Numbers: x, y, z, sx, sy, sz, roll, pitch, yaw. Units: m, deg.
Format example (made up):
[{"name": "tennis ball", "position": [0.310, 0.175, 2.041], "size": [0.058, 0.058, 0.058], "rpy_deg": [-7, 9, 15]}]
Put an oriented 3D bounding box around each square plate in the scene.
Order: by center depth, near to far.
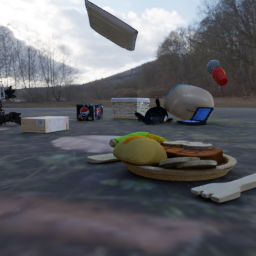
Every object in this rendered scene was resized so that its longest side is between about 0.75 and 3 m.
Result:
[{"name": "square plate", "position": [-0.634, -3.532, 10.031], "size": [2.066, 0.297, 2.086], "rpy_deg": [30, -4, -1]}]

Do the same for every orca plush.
[{"name": "orca plush", "position": [0.925, -0.687, 10.766], "size": [1.362, 0.920, 2.589], "rpy_deg": [3, 6, 30]}]

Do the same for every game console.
[{"name": "game console", "position": [2.319, -0.436, 9.771], "size": [0.914, 0.605, 1.039], "rpy_deg": [-1, 5, -17]}]

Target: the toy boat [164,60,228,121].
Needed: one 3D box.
[{"name": "toy boat", "position": [2.664, -1.352, 10.584], "size": [2.119, 2.520, 1.171], "rpy_deg": [20, 38, -29]}]

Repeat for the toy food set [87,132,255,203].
[{"name": "toy food set", "position": [0.511, 0.262, 3.081], "size": [1.338, 0.389, 1.938], "rpy_deg": [-4, 6, -38]}]

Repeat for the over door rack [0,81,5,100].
[{"name": "over door rack", "position": [-4.251, -0.394, 6.998], "size": [2.430, 0.809, 1.795], "rpy_deg": [-25, 15, -24]}]

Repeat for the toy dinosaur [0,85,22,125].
[{"name": "toy dinosaur", "position": [-4.447, -0.454, 9.019], "size": [1.725, 1.299, 2.542], "rpy_deg": [-14, 25, -3]}]

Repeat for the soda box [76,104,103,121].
[{"name": "soda box", "position": [-1.683, -0.736, 12.618], "size": [0.780, 0.698, 2.205], "rpy_deg": [1, 5, 5]}]

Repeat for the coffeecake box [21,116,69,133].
[{"name": "coffeecake box", "position": [-2.165, -0.106, 7.390], "size": [0.766, 0.365, 0.998], "rpy_deg": [2, 5, 21]}]

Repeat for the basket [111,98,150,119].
[{"name": "basket", "position": [0.104, -0.914, 13.104], "size": [1.569, 0.968, 1.064], "rpy_deg": [5, 7, 36]}]
